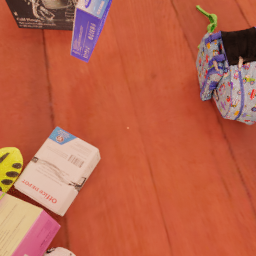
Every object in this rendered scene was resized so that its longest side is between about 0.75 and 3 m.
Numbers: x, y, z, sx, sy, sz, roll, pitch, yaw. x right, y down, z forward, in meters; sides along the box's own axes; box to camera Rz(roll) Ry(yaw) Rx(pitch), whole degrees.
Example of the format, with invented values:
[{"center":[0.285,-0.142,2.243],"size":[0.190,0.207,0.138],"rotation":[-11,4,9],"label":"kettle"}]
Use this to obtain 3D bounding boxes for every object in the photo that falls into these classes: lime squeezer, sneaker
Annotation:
[{"center":[2.654,-3.475,9.376],"size":[0.666,0.356,1.885],"rotation":[4,66,2],"label":"lime squeezer"},{"center":[-3.442,1.578,6.749],"size":[0.982,1.108,2.652],"rotation":[42,86,-16],"label":"sneaker"}]

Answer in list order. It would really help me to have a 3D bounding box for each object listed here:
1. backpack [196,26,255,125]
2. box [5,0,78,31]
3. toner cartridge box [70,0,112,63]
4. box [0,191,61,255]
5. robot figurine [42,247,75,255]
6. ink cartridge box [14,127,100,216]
[{"center":[2.760,-1.214,7.453],"size":[1.520,2.063,2.260],"rotation":[-5,76,4],"label":"backpack"},{"center":[-2.577,-4.359,8.728],"size":[2.281,2.243,1.414],"rotation":[3,65,2],"label":"box"},{"center":[-0.778,-2.364,6.083],"size":[0.506,2.345,1.114],"rotation":[22,79,-11],"label":"toner cartridge box"},{"center":[-2.465,2.186,5.618],"size":[1.600,0.774,1.408],"rotation":[10,52,31],"label":"box"},{"center":[-1.649,3.231,5.550],"size":[1.264,1.050,1.682],"rotation":[2,43,43],"label":"robot figurine"},{"center":[-1.711,1.074,7.010],"size":[1.288,0.750,1.782],"rotation":[28,68,12],"label":"ink cartridge box"}]
